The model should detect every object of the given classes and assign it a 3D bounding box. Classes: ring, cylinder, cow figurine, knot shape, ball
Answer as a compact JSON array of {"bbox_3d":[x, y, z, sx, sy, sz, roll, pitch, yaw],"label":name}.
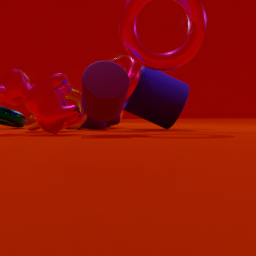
[{"bbox_3d":[-3.888,-0.397,8.152,1.847,0.369,1.847,12,-11,2],"label":"ring"},{"bbox_3d":[0.738,-0.817,7.478,1.323,1.323,1.323,24,0,-6],"label":"cylinder"},{"bbox_3d":[-0.901,-0.312,8.032,1.392,0.764,1.370,-4,6,-6],"label":"cow figurine"},{"bbox_3d":[-0.425,-0.638,5.022,0.809,0.809,0.809,0,-25,-11],"label":"cylinder"},{"bbox_3d":[-0.429,-1.062,7.117,0.374,1.871,1.871,38,-22,-34],"label":"ring"},{"bbox_3d":[-1.811,-0.524,6.536,1.531,0.708,1.433,-23,51,-42],"label":"knot shape"},{"bbox_3d":[-1.734,-0.479,5.286,1.452,1.476,0.810,-22,-15,-4],"label":"cow figurine"},{"bbox_3d":[-0.738,-0.613,9.345,1.192,1.192,1.192,0,2,0],"label":"ball"},{"bbox_3d":[0.739,-2.168,5.959,1.861,1.861,0.372,0,11,0],"label":"ring"}]
